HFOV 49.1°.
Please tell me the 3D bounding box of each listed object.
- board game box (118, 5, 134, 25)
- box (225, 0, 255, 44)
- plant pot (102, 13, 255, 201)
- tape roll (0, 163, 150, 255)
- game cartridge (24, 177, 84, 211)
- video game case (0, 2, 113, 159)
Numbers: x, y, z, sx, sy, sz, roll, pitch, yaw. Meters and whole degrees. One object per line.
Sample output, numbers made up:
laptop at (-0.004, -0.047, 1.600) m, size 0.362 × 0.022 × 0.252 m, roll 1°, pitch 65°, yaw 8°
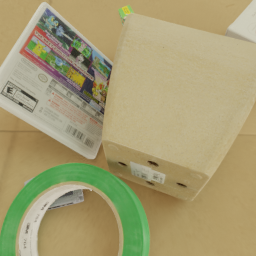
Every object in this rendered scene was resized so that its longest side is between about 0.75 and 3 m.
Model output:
board game box at (0.437, -1.803, 7.311) m, size 0.357 × 1.650 × 2.452 m, roll -21°, pitch 57°, yaw 0°
box at (4.308, -2.338, 7.973) m, size 2.659 × 1.414 × 2.024 m, roll 36°, pitch 71°, yaw 19°
plant pot at (0.922, -0.129, 6.036) m, size 2.927 × 2.924 × 2.591 m, roll 18°, pitch 65°, yaw 10°
tape roll at (-1.049, 2.166, 5.473) m, size 2.901 × 0.697 × 2.901 m, roll -4°, pitch 72°, yaw 13°
game cartridge at (-1.752, 1.451, 6.607) m, size 1.308 × 0.267 × 0.870 m, roll -12°, pitch 65°, yaw -6°
video game case at (-1.446, -1.047, 6.748) m, size 0.332 × 2.890 × 2.633 m, roll -8°, pitch 54°, yaw 47°
